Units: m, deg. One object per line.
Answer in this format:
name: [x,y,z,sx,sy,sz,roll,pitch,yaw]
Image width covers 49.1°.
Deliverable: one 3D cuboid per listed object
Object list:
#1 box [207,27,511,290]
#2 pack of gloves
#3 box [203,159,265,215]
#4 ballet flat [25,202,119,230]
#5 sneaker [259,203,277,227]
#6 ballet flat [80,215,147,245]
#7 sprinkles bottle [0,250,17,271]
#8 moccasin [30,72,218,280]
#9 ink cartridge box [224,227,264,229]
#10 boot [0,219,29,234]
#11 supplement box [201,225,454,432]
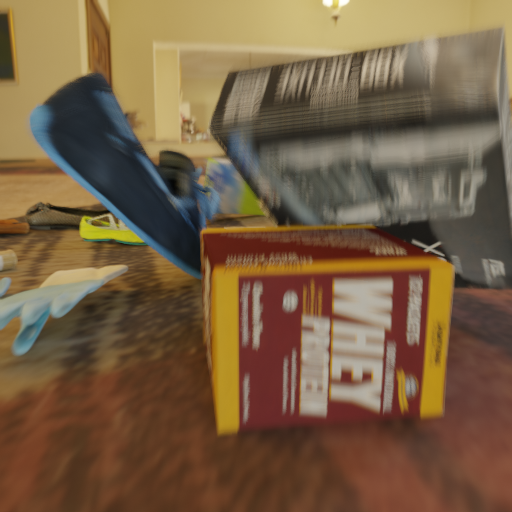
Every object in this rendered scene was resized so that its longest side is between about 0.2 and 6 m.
box: [1.376,-0.712,5.983,2.537,0.801,3.217,1,-29,28]
pack of gloves: [-2.823,0.632,6.069,2.344,0.550,2.790,-6,6,0]
box: [-0.479,-1.615,13.275,2.025,1.235,0.483,-1,19,-37]
ballet flat: [-3.754,-0.893,12.153,2.494,0.578,0.840,0,13,1]
sneaker: [1.332,-0.585,10.036,2.698,1.446,0.901,38,24,5]
ballet flat: [-2.633,-0.511,10.570,1.573,0.527,0.525,4,16,17]
sprinkles bottle: [-4.027,0.121,8.255,0.310,0.310,0.907,10,16,38]
moccasin: [-1.149,-0.787,6.875,1.342,1.137,3.334,46,0,39]
ink cartridge box: [-0.187,-0.406,10.894,0.876,0.191,0.760,-1,12,-6]
boot: [-5.700,-0.689,11.308,1.572,0.572,1.670,11,16,41]
supplement box: [0.437,0.465,4.759,1.732,1.166,1.756,-2,13,-9]
